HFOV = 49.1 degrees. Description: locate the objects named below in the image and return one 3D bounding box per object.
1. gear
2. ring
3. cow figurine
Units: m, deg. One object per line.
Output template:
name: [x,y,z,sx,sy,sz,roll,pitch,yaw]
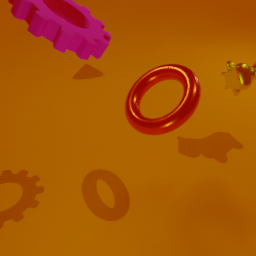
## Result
gear: [-1.046,-1.757,4.535,1.625,0.301,1.625,28,32,-19]
ring: [0.624,-0.568,5.348,1.550,0.310,1.550,-17,53,25]
cow figurine: [3.248,-1.398,6.782,1.641,0.901,1.614,-21,8,-38]
